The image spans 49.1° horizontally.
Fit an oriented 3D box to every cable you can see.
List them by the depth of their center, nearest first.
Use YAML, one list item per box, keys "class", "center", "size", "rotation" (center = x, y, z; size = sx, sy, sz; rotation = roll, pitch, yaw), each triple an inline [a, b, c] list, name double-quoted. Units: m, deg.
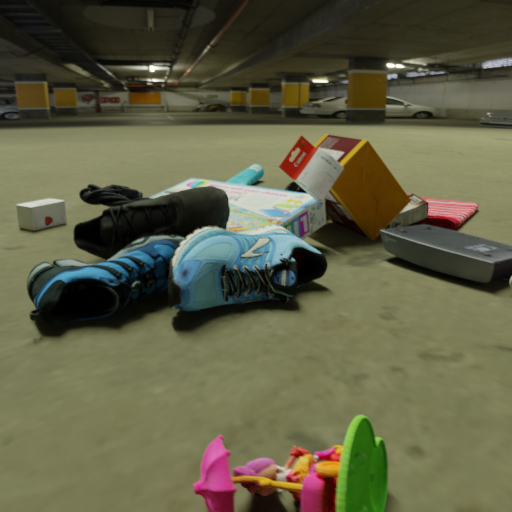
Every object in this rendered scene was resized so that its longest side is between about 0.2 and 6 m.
- class: "cable"
  center: [-2.329, -0.923, 10.300]
  size: [1.525, 0.475, 1.869]
  rotation: [25, 10, 28]

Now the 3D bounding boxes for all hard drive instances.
- class: "hard drive"
  center: [3.498, -0.085, 9.958]
  size: [1.543, 0.484, 2.288]
  rotation: [-8, 20, -37]

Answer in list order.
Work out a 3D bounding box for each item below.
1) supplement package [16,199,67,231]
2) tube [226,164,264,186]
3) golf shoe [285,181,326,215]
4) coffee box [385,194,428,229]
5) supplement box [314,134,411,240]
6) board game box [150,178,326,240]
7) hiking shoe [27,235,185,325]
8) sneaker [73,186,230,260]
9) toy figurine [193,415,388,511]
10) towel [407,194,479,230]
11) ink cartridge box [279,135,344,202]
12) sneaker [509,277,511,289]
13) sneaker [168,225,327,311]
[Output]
- class: "supplement package"
  center: [-4.932, -0.957, 12.892]
  size: [0.557, 0.564, 0.931]
  rotation: [10, 19, 30]
- class: "tube"
  center: [-0.358, -2.525, 18.339]
  size: [0.825, 0.537, 2.130]
  rotation: [-2, 19, 24]
- class: "golf shoe"
  center: [1.345, -1.326, 13.591]
  size: [2.113, 0.822, 0.998]
  rotation: [12, -3, -39]
- class: "coffee box"
  center: [3.287, -0.982, 12.669]
  size: [1.040, 0.414, 0.594]
  rotation: [-21, 34, -15]
- class: "supplement box"
  center: [2.004, -1.533, 12.178]
  size: [1.200, 1.782, 1.807]
  rotation: [-46, 27, -4]
- class: "board game box"
  center: [-0.773, -0.740, 11.298]
  size: [3.625, 0.620, 2.437]
  rotation: [13, 32, 37]
- class: "hiking shoe"
  center: [-1.884, 0.434, 7.979]
  size: [2.546, 0.947, 1.104]
  rotation: [-16, 30, -19]
- class: "sneaker"
  center: [-1.717, -0.426, 8.941]
  size: [2.891, 1.098, 1.312]
  rotation: [-18, -16, 30]
- class: "toy figurine"
  center: [0.216, 1.622, 4.083]
  size: [1.248, 1.018, 1.355]
  rotation: [-3, -8, 24]
- class: "towel"
  center: [4.330, -1.151, 14.022]
  size: [1.964, 0.305, 2.716]
  rotation: [11, 20, 29]
- class: "ink cartridge box"
  center: [1.055, -1.654, 10.553]
  size: [1.023, 0.831, 0.292]
  rotation: [40, -15, -22]
- class: "sneaker"
  center: [4.487, 0.450, 8.244]
  size: [1.465, 0.551, 0.766]
  rotation: [8, 14, 43]
- class: "sneaker"
  center: [-0.026, 0.171, 8.247]
  size: [1.306, 1.138, 2.904]
  rotation: [19, 25, 40]
